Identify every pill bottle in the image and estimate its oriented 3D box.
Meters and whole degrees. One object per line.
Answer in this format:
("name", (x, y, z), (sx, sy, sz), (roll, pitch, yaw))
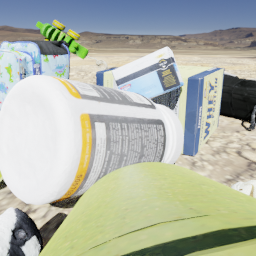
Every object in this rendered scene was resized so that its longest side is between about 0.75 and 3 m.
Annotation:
("pill bottle", (-0.383, 0.174, 4.596), (1.698, 1.698, 2.918), (15, 8, 39))

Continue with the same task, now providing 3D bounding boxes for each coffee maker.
("coffee maker", (3.624, -1.029, 9.294), (2.168, 1.520, 2.257), (-17, 24, -39))

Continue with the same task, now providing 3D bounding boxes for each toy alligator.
("toy alligator", (-1.839, -2.627, 8.831), (2.726, 0.808, 0.740), (33, 11, 1))

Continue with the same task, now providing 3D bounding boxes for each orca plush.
("orca plush", (-1.176, 1.755, 1.773), (0.989, 1.464, 2.782), (32, 18, -2))

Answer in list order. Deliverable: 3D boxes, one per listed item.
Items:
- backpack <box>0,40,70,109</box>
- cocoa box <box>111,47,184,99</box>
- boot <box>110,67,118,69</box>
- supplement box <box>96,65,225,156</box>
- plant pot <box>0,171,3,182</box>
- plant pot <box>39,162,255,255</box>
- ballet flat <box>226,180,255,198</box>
("backpack", (-2.963, -1.279, 8.388), (2.332, 2.548, 1.873), (16, 25, 38))
("cocoa box", (0.434, -1.008, 5.702), (1.201, 0.788, 0.801), (-20, 3, 18))
("boot", (-0.268, -2.368, 14.513), (1.925, 1.021, 2.925), (9, 31, 14))
("supplement box", (0.985, -0.741, 7.866), (2.721, 1.829, 2.724), (10, 21, 27))
("plant pot", (-3.282, 0.316, 5.360), (1.780, 1.780, 1.902), (-12, 8, -32))
("plant pot", (0.291, 1.248, 1.560), (2.511, 2.511, 2.309), (-1, 6, -3))
("ballet flat", (2.123, 1.104, 4.397), (1.595, 0.521, 0.562), (15, 24, 38))
